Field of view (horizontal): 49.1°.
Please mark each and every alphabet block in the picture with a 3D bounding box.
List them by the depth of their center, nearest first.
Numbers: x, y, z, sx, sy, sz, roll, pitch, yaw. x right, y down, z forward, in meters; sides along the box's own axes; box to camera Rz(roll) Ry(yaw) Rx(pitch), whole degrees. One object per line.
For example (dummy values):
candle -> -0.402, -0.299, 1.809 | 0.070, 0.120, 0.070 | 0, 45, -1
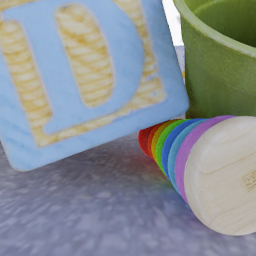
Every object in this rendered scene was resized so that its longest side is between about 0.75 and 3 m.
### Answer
alphabet block -> -0.934, -1.112, 4.799 | 2.638, 2.624, 2.686 | -18, 11, -12

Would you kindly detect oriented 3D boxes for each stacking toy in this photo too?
stacking toy -> 0.852, 0.294, 4.018 | 1.211, 1.211, 2.837 | -3, 9, -12

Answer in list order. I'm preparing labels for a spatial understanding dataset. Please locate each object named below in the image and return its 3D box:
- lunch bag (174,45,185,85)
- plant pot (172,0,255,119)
lunch bag -> 3.125, -2.865, 14.007 | 2.147, 2.532, 1.610 | 7, 15, 30
plant pot -> 1.897, -0.795, 4.300 | 2.776, 2.636, 2.776 | 0, 52, 0
